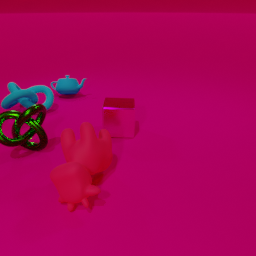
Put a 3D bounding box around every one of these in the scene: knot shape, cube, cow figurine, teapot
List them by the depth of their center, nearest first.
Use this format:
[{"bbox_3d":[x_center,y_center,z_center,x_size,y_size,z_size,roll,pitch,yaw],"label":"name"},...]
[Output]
[{"bbox_3d":[-0.774,0.700,5.213,0.859,1.539,1.564,-18,-18,22],"label":"cow figurine"},{"bbox_3d":[-2.384,0.008,6.238,1.156,1.236,0.571,-2,27,-32],"label":"knot shape"},{"bbox_3d":[-0.239,-0.287,7.453,0.828,0.828,0.828,2,25,0],"label":"cube"},{"bbox_3d":[-3.292,-1.013,8.929,1.585,0.733,1.484,-7,24,-38],"label":"knot shape"},{"bbox_3d":[-2.155,-1.578,10.237,1.418,0.694,0.882,-1,3,11],"label":"teapot"}]
